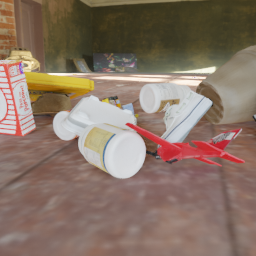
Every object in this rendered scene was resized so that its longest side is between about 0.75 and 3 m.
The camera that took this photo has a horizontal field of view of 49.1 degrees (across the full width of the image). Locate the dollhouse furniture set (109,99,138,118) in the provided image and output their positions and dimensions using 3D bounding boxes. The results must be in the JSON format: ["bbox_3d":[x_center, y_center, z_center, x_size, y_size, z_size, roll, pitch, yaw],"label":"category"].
[{"bbox_3d":[-0.071,-0.551,8.714,0.816,0.770,0.532,-17,19,-17],"label":"dollhouse furniture set"}]

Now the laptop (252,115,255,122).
[{"bbox_3d":[4.089,-0.310,5.476,2.350,1.362,2.200,1,28,4],"label":"laptop"}]

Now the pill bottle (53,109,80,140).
[{"bbox_3d":[-1.246,-0.158,7.211,0.720,0.720,1.274,7,14,26],"label":"pill bottle"}]

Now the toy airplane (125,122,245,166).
[{"bbox_3d":[0.952,0.356,4.362,1.956,0.360,1.956,13,-20,5],"label":"toy airplane"}]

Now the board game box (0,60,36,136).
[{"bbox_3d":[-3.773,-0.832,7.401,2.461,1.864,0.570,4,24,19],"label":"board game box"}]

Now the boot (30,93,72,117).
[{"bbox_3d":[-3.031,-0.848,9.884,2.171,0.819,0.799,0,15,7],"label":"boot"}]

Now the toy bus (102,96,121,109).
[{"bbox_3d":[-0.803,-0.680,9.745,0.960,0.678,1.000,-12,6,21],"label":"toy bus"}]

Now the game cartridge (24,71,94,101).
[{"bbox_3d":[-2.983,-1.389,10.143,2.621,0.482,2.973,1,-3,-34],"label":"game cartridge"}]

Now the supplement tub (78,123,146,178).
[{"bbox_3d":[-0.313,0.350,4.924,0.803,0.803,1.111,-10,17,-36],"label":"supplement tub"}]

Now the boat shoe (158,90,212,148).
[{"bbox_3d":[1.093,-0.164,6.099,0.695,0.766,2.082,37,44,13],"label":"boat shoe"}]

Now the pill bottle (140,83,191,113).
[{"bbox_3d":[1.471,-1.168,10.619,1.876,1.073,1.073,-9,16,-33],"label":"pill bottle"}]

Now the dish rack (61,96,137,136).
[{"bbox_3d":[-0.528,-0.214,6.539,1.674,0.425,1.951,21,20,-4],"label":"dish rack"}]

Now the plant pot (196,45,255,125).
[{"bbox_3d":[3.279,-1.094,8.508,2.031,2.341,2.341,-20,19,-15],"label":"plant pot"}]
